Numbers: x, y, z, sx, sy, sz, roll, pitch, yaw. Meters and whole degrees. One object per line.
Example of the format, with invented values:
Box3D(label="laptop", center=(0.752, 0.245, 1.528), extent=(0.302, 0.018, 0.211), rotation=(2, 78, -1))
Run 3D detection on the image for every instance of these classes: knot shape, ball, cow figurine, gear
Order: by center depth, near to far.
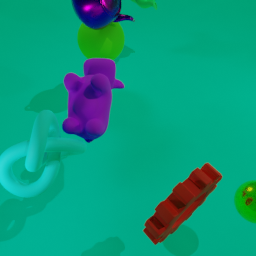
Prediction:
Box3D(label="gear", center=(0.733, 1.003, 3.702), extent=(1.237, 1.237, 0.229), rotation=(-32, 60, -27))
Box3D(label="knot shape", center=(-1.273, 0.403, 4.519), extent=(0.661, 1.430, 1.338), rotation=(40, 21, 23))
Box3D(label="ball", center=(2.118, 1.212, 4.604), extent=(0.704, 0.704, 0.704), rotation=(0, 46, 0))
Box3D(label="cow figurine", center=(-0.647, -0.567, 5.417), extent=(0.945, 1.694, 1.721), rotation=(3, 86, 8))
Box3D(label="ball", center=(-0.763, -2.523, 7.955), extent=(1.339, 1.339, 1.339), rotation=(0, 46, 0))

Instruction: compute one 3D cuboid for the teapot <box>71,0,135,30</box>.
Box3D(label="teapot", center=(-0.613, -2.997, 6.613), extent=(1.014, 2.072, 1.288), rotation=(-2, 77, 32))

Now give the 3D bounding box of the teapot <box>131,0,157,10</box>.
Box3D(label="teapot", center=(0.405, -3.583, 6.632), extent=(1.269, 0.999, 2.040), rotation=(7, 76, -40))
